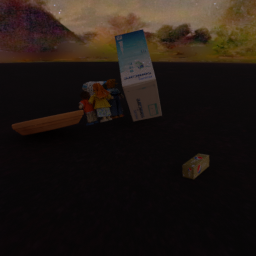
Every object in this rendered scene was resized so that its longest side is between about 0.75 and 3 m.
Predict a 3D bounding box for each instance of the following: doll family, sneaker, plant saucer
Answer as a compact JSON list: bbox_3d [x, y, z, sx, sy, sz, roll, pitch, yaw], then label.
[{"bbox_3d":[-0.608,-0.883,8.776,0.898,1.237,1.993,-10,5,39],"label":"doll family"},{"bbox_3d":[-1.463,-1.629,12.024,0.985,0.852,2.272,14,0,-13],"label":"sneaker"},{"bbox_3d":[-2.188,-0.139,7.837,1.966,0.368,1.966,-12,6,1],"label":"plant saucer"}]

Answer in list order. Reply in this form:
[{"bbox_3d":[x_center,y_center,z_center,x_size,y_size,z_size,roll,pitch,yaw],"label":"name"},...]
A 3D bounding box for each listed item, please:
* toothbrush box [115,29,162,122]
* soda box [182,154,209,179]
[{"bbox_3d":[0.339,-1.759,9.403,1.054,1.809,2.471,-11,53,6],"label":"toothbrush box"},{"bbox_3d":[1.384,0.762,5.666,0.245,0.259,0.764,7,18,38],"label":"soda box"}]
